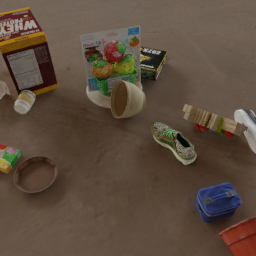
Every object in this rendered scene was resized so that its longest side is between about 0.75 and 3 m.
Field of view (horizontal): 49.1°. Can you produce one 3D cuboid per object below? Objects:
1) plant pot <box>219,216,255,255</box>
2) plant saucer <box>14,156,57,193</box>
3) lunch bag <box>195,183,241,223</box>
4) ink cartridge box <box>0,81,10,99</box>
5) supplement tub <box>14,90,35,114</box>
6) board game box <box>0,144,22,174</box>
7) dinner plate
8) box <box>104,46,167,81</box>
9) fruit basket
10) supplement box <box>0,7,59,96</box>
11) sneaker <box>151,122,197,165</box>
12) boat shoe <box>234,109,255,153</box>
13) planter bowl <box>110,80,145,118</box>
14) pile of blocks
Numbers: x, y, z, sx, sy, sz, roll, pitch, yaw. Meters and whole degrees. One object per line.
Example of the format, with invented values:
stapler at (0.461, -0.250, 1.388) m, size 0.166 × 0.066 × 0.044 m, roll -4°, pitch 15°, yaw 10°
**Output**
plant pot at (3.515, 3.318, 7.596) m, size 1.522 × 1.522 × 1.480 m, roll -15°, pitch 59°, yaw -12°
plant saucer at (-3.186, 1.641, 9.758) m, size 1.473 × 0.254 × 1.473 m, roll 1°, pitch 49°, yaw -1°
lunch bag at (2.753, 2.303, 8.757) m, size 1.328 × 0.879 × 0.902 m, roll -13°, pitch 50°, yaw -12°
ink cartridge box at (-5.973, -1.763, 12.365) m, size 1.332 × 0.776 × 0.450 m, roll 14°, pitch 50°, yaw 12°
supplement tub at (-4.379, -1.098, 11.868) m, size 0.649 × 0.649 × 0.898 m, roll 7°, pitch 49°, yaw 6°
board game box at (-4.672, 1.071, 10.253) m, size 1.204 × 0.243 × 0.921 m, roll 15°, pitch 51°, yaw 12°
dinner plate at (-0.627, -1.883, 12.809) m, size 2.578 × 0.313 × 2.578 m, roll 0°, pitch 51°, yaw 0°
box at (0.380, -3.274, 13.591) m, size 2.642 × 0.652 × 2.110 m, roll 15°, pitch 40°, yaw 13°
fruit basket at (-0.583, -2.742, 11.609) m, size 2.462 × 2.658 × 1.246 m, roll -13°, pitch 49°, yaw -13°
supplement box at (-4.588, -3.312, 12.405) m, size 1.809 × 2.724 × 2.687 m, roll -21°, pitch 52°, yaw -18°
sneaker at (1.741, 0.336, 10.402) m, size 0.848 × 0.977 × 2.204 m, roll -33°, pitch 56°, yaw -25°
boat shoe at (4.946, 0.113, 10.767) m, size 0.782 × 0.828 × 2.307 m, roll -8°, pitch 42°, yaw -5°
planter bowl at (0.060, -1.130, 11.491) m, size 1.031 × 1.533 × 1.533 m, roll 4°, pitch 44°, yaw -30°
pile of blocks at (3.309, -0.149, 11.112) m, size 2.573 × 1.056 × 0.799 m, roll 25°, pitch 96°, yaw 31°
